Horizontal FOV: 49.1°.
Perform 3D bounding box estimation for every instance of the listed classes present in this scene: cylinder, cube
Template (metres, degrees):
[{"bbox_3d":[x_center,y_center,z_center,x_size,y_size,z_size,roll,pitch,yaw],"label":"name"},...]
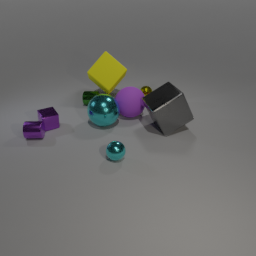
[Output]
[{"bbox_3d":[-3.743,0.072,11.180,0.700,0.700,0.700,-1,29,-2],"label":"cylinder"},{"bbox_3d":[-1.828,-1.496,13.983,0.700,0.700,0.700,2,29,12],"label":"cylinder"},{"bbox_3d":[-1.047,-2.718,14.083,1.400,1.400,1.400,40,-4,-3],"label":"cube"},{"bbox_3d":[1.624,-0.807,11.591,1.400,1.400,1.400,-32,33,0],"label":"cube"},{"bbox_3d":[-3.388,-0.385,11.930,0.700,0.700,0.700,-17,42,-28],"label":"cube"}]

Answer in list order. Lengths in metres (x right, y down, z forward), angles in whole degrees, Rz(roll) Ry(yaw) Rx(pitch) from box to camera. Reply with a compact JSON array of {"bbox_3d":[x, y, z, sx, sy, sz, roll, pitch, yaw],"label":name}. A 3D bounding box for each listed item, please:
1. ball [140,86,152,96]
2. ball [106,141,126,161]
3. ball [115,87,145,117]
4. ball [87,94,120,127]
[{"bbox_3d":[0.946,-1.868,14.724,0.700,0.700,0.700,0,29,0],"label":"ball"},{"bbox_3d":[-0.429,0.799,9.839,0.700,0.700,0.700,0,29,0],"label":"ball"},{"bbox_3d":[0.103,-1.178,12.725,1.400,1.400,1.400,0,29,0],"label":"ball"},{"bbox_3d":[-1.043,-0.754,11.973,1.400,1.400,1.400,0,29,0],"label":"ball"}]
